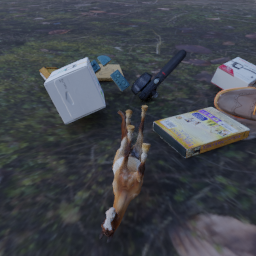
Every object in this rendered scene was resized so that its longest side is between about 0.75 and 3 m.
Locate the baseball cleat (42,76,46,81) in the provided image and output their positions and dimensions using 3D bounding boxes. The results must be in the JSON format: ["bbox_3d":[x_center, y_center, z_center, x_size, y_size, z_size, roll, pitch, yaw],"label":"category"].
[{"bbox_3d":[-2.976,-1.908,10.351,0.986,0.344,0.525,35,5,27],"label":"baseball cleat"}]

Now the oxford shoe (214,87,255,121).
[{"bbox_3d":[3.658,-0.552,7.504,2.566,0.915,0.935,9,16,9],"label":"oxford shoe"}]

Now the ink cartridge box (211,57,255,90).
[{"bbox_3d":[3.922,-1.811,9.903,1.197,0.687,1.648,38,45,24],"label":"ink cartridge box"}]

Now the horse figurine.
[{"bbox_3d":[0.006,0.569,5.207,0.638,1.693,2.554,10,24,-4],"label":"horse figurine"}]

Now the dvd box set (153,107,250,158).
[{"bbox_3d":[1.906,0.043,7.392,2.037,0.299,1.490,-15,34,-24],"label":"dvd box set"}]

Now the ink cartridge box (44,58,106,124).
[{"bbox_3d":[-1.416,-1.087,7.765,1.196,1.202,1.639,-23,23,2],"label":"ink cartridge box"}]

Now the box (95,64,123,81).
[{"bbox_3d":[-1.070,-2.235,11.201,1.652,0.176,1.350,-2,36,-11],"label":"box"}]

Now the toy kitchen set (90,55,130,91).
[{"bbox_3d":[-1.033,-1.467,9.389,1.744,1.397,1.027,-37,7,3],"label":"toy kitchen set"}]

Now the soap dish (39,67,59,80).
[{"bbox_3d":[-2.635,-1.887,9.855,0.596,0.308,0.758,47,31,20],"label":"soap dish"}]

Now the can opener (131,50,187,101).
[{"bbox_3d":[1.088,-1.738,9.147,2.160,0.849,0.685,-42,12,5],"label":"can opener"}]
